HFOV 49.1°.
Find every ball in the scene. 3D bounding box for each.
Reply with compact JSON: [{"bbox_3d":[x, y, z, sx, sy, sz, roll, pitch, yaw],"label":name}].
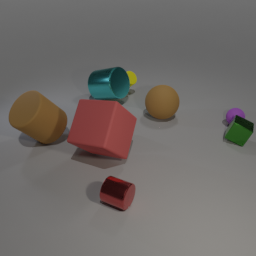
[{"bbox_3d":[1.396,-1.059,11.440,1.400,1.400,1.400,0,29,0],"label":"ball"},{"bbox_3d":[4.191,-0.436,10.932,0.700,0.700,0.700,0,29,0],"label":"ball"}]

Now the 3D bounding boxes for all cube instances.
[{"bbox_3d":[3.941,0.088,9.912,0.700,0.700,0.700,28,35,10],"label":"cube"},{"bbox_3d":[-0.761,0.044,8.641,1.400,1.400,1.400,7,-16,30],"label":"cube"}]

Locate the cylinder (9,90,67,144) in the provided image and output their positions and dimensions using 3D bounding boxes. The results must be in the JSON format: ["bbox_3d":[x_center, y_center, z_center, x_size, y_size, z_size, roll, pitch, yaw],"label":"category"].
[{"bbox_3d":[-3.051,-0.348,9.601,1.400,1.400,1.400,-13,59,23],"label":"cylinder"}]

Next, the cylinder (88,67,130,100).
[{"bbox_3d":[-0.868,-2.005,12.762,1.400,1.400,1.400,1,24,40],"label":"cylinder"}]

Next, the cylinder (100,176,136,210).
[{"bbox_3d":[-0.262,1.673,7.255,0.700,0.700,0.700,15,32,24],"label":"cylinder"}]

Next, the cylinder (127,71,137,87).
[{"bbox_3d":[-0.039,-2.332,13.679,0.700,0.700,0.700,-24,0,-36],"label":"cylinder"}]
